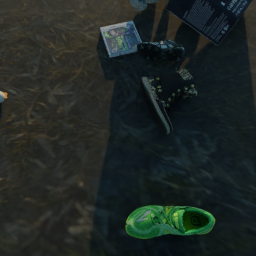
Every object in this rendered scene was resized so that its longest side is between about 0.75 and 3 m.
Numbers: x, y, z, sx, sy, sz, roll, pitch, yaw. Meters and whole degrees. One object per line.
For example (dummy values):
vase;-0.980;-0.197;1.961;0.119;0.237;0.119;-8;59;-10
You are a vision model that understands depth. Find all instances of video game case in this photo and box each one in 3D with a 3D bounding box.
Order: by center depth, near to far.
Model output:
video game case;-0.236;-3.348;10.482;1.310;0.168;1.441;-15;64;-7

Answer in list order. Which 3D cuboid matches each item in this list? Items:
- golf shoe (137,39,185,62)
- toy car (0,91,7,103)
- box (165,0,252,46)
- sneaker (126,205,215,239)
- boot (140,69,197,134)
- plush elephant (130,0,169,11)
golf shoe;1.169;-2.815;10.048;1.700;0.661;0.803;11;45;5
toy car;-4.374;-1.024;9.137;0.731;0.762;0.827;38;41;17
box;3.161;-4.850;10.211;2.447;1.543;2.489;36;68;4
sneaker;1.084;2.337;7.194;2.309;0.965;0.855;-4;64;-1
boot;1.438;-0.945;8.965;1.625;0.790;2.159;-17;59;-8
plush elephant;1.090;-5.738;10.789;2.190;2.059;2.659;1;15;43
